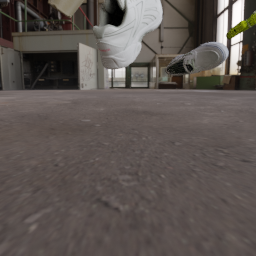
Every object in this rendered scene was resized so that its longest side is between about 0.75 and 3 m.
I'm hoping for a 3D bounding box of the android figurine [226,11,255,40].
[{"bbox_3d":[3.325,-2.899,7.574,1.275,0.288,1.401,-35,4,-24],"label":"android figurine"}]

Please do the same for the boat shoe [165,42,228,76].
[{"bbox_3d":[2.531,-2.444,10.744,0.918,1.011,2.749,-42,16,-24],"label":"boat shoe"}]

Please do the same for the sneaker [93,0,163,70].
[{"bbox_3d":[0.032,-2.805,6.781,1.088,2.793,1.388,7,-33,27],"label":"sneaker"}]

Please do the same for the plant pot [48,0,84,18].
[{"bbox_3d":[-1.723,-3.815,8.057,1.122,1.027,1.122,33,10,-6],"label":"plant pot"}]
